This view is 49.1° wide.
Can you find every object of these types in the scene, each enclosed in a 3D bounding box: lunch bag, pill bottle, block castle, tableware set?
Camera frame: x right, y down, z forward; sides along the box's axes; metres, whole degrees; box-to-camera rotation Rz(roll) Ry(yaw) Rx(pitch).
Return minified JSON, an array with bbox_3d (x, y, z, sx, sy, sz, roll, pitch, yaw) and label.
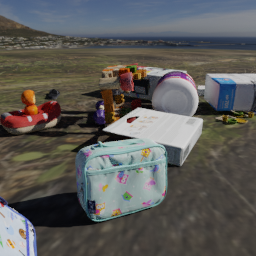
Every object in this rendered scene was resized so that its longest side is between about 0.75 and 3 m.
[{"bbox_3d":[-1.546,1.457,3.369,0.532,1.127,1.407,-40,29,-1],"label":"lunch bag"},{"bbox_3d":[1.734,-1.248,10.231,1.523,1.523,2.709,3,20,10],"label":"pill bottle"},{"bbox_3d":[-0.109,0.819,4.774,1.591,1.276,0.613,-8,21,-23],"label":"lunch bag"},{"bbox_3d":[0.014,-1.094,9.311,1.339,1.907,2.854,-4,19,8],"label":"block castle"},{"bbox_3d":[3.850,-0.406,9.841,1.382,0.212,0.931,-10,22,-27],"label":"tableware set"}]

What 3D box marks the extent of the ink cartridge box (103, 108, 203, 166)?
[{"bbox_3d":[0.781,0.115,7.767,2.109,0.529,2.430,11,22,23],"label":"ink cartridge box"}]

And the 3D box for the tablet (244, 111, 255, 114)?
[{"bbox_3d":[4.814,-0.803,11.106,1.036,0.109,1.592,-4,20,-11],"label":"tablet"}]

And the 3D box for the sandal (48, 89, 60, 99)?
[{"bbox_3d":[-3.480,-1.646,13.212,0.513,0.289,1.350,-4,20,-12],"label":"sandal"}]

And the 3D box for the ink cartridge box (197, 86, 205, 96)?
[{"bbox_3d":[3.674,-1.809,13.596,0.586,0.339,0.803,5,20,15],"label":"ink cartridge box"}]

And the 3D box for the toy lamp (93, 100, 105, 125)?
[{"bbox_3d":[-0.953,-0.542,9.802,0.525,0.525,1.803,-2,19,-6],"label":"toy lamp"}]

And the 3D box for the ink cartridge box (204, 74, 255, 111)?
[{"bbox_3d":[4.596,-1.457,11.026,2.708,1.163,1.983,1,20,1],"label":"ink cartridge box"}]

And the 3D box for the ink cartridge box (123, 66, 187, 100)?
[{"bbox_3d":[1.074,-2.165,13.330,2.846,1.178,2.074,14,24,35],"label":"ink cartridge box"}]

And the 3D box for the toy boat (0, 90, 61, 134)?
[{"bbox_3d":[-3.053,-0.593,8.842,1.862,1.217,1.215,-15,25,-37],"label":"toy boat"}]
